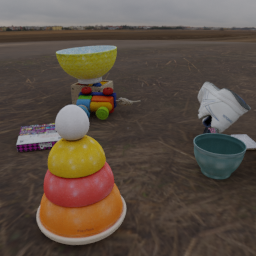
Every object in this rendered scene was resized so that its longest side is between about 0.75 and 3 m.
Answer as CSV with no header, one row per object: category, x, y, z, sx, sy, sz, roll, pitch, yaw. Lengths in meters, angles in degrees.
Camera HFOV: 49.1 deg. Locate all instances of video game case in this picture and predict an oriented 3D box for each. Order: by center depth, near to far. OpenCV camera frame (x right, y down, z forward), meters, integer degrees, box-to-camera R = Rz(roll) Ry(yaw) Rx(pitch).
video game case,-2.814,0.266,9.696,1.813,0.325,1.643,-6,23,-14

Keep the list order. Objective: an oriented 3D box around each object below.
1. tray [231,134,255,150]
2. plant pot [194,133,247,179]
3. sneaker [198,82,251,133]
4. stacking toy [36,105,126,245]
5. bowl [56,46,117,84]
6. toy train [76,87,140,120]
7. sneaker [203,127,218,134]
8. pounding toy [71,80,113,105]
tray,3.941,0.484,9.445,0.582,0.120,1.084,-1,22,-4
plant pot,2.425,0.814,7.598,1.346,0.902,1.346,1,22,0
sneaker,2.770,-0.708,9.251,1.098,1.283,2.947,38,9,-8
stacking toy,-0.951,0.765,5.536,1.858,2.543,1.858,1,22,0
bowl,-1.780,-2.795,12.569,2.697,1.451,2.697,-3,22,1
toy train,-0.872,-0.902,11.729,2.673,1.132,1.547,3,33,6
sneaker,2.869,0.253,9.644,0.536,0.458,1.307,34,40,6
pounding toy,-1.770,-1.992,13.804,1.834,1.416,1.992,7,23,16
